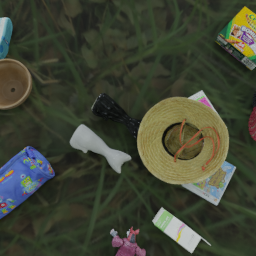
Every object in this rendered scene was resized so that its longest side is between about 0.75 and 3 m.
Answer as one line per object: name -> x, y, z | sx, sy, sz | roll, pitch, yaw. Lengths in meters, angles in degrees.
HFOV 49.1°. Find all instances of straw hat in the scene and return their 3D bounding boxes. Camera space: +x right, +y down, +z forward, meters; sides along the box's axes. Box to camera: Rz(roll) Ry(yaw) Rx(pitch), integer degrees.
straw hat -> 1.678, 0.398, 8.246 | 2.620, 1.109, 2.620 | -2, 86, 28

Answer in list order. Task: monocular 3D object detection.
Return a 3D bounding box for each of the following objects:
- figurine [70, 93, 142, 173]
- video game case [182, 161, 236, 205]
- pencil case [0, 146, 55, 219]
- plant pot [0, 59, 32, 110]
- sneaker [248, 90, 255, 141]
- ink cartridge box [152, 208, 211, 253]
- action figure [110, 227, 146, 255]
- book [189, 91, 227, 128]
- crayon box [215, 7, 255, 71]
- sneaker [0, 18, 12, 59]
figurine -> -0.504, 0.195, 8.571 | 1.864, 0.822, 1.910 | 32, 81, 2
video game case -> 2.477, 1.481, 8.588 | 1.208, 0.146, 1.327 | 30, 80, 5
pencil case -> -3.592, 1.789, 7.964 | 2.958, 1.285, 1.154 | -39, 54, -8
plant pot -> -3.755, -1.299, 8.847 | 1.600, 0.738, 1.600 | 0, 78, 1
sneaker -> 4.268, -0.455, 8.682 | 0.686, 0.741, 1.838 | 16, 79, 1
ink cartridge box -> 1.474, 2.947, 7.904 | 1.535, 0.899, 0.517 | 36, 82, 8
action figure -> -0.157, 3.536, 7.671 | 1.157, 1.286, 1.727 | 18, 93, 9
book -> 2.338, -0.364, 8.881 | 0.959, 0.345, 1.435 | -29, 81, -8
crayon box -> 4.011, -2.975, 9.309 | 1.646, 0.480, 1.420 | 42, 82, 8
sneaker -> -4.544, -2.914, 9.229 | 1.088, 0.663, 1.667 | 7, 69, -1
